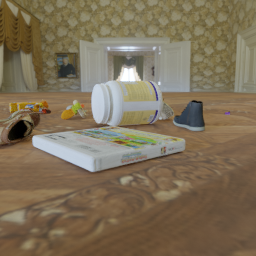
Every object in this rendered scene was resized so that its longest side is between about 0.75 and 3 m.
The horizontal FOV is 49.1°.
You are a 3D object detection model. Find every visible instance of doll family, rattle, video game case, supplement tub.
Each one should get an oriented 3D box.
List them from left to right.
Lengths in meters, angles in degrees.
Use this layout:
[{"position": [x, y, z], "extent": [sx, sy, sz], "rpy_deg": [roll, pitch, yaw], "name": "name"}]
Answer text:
[{"position": [-4.642, -1.078, 14.239], "extent": [1.626, 0.733, 1.009], "rpy_deg": [-9, 13, -43], "name": "doll family"}, {"position": [-2.430, -0.711, 12.859], "extent": [0.929, 1.019, 1.427], "rpy_deg": [41, 0, -17], "name": "rattle"}, {"position": [-0.531, 0.368, 6.770], "extent": [2.570, 0.323, 2.824], "rpy_deg": [-8, 11, -39], "name": "video game case"}, {"position": [-0.051, -0.933, 10.477], "extent": [2.300, 1.672, 1.672], "rpy_deg": [-4, 10, -24], "name": "supplement tub"}]

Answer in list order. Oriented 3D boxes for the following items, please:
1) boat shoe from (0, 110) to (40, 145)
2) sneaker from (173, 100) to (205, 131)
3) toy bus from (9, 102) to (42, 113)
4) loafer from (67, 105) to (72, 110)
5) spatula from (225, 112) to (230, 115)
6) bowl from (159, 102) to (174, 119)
[{"position": [-2.988, 0.014, 7.772], "extent": [0.757, 0.798, 2.108], "rpy_deg": [6, 20, 13], "name": "boat shoe"}, {"position": [2.219, -0.526, 10.070], "extent": [0.700, 0.994, 1.870], "rpy_deg": [-3, 10, -17], "name": "sneaker"}, {"position": [-5.543, -1.124, 15.199], "extent": [1.625, 0.529, 0.636], "rpy_deg": [-8, 13, -43], "name": "toy bus"}, {"position": [-2.958, -0.939, 14.463], "extent": [0.446, 0.447, 1.278], "rpy_deg": [-5, 2, -1], "name": "loafer"}, {"position": [5.153, -0.777, 14.418], "extent": [0.238, 0.087, 0.843], "rpy_deg": [5, 11, 26], "name": "spatula"}, {"position": [1.427, -0.695, 12.142], "extent": [1.052, 0.494, 1.052], "rpy_deg": [35, -15, 11], "name": "bowl"}]
